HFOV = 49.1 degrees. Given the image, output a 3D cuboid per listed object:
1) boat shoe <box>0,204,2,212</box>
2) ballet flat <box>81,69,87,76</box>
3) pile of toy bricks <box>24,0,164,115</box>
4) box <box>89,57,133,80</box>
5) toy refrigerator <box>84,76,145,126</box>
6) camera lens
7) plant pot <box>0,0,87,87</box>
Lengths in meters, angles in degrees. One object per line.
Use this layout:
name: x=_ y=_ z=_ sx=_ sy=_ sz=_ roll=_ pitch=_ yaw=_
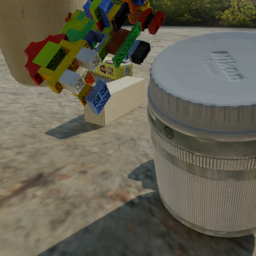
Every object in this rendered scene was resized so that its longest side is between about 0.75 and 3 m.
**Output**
boat shoe: x=-2.741 y=1.070 z=4.958 sx=1.755 sy=0.649 sz=0.583 roll=15 pitch=34 yaw=31
ballet flat: x=-2.461 y=-2.800 z=13.726 sx=0.807 sy=0.807 sz=2.243 roll=9 pitch=26 yaw=19
pile of toy bricks: x=-0.574 y=-1.647 z=4.865 sx=1.418 sy=1.594 sz=2.873 roll=25 pitch=71 yaw=20
box: x=-1.028 y=-3.134 z=14.294 sx=1.074 sy=0.715 sz=2.854 roll=-18 pitch=29 yaw=-36
toy refrigerator: x=-0.390 y=-0.970 z=9.183 sx=0.859 sy=0.933 sz=2.456 roll=14 pitch=28 yaw=28
camera lens: x=1.399 y=0.174 z=4.245 sx=2.095 sy=2.619 sz=2.095 roll=-7 pitch=40 yaw=6
plant pot: x=-2.029 y=-2.483 z=6.427 sx=2.824 sy=2.585 sz=2.824 roll=0 pitch=37 yaw=0
